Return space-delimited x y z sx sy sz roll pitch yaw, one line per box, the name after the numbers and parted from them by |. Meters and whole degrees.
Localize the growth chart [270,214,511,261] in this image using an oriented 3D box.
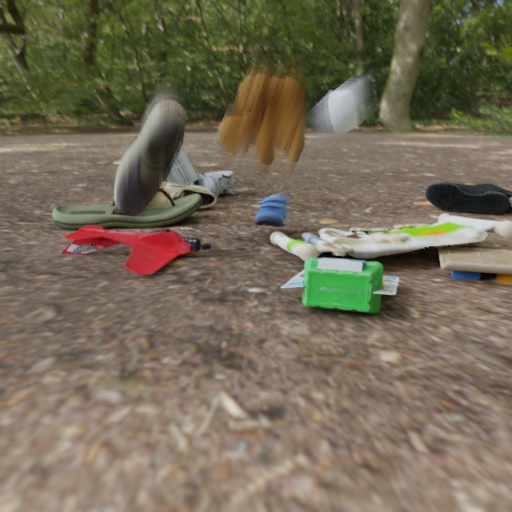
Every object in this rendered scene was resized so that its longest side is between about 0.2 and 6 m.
2.247 -0.357 9.794 4.053 0.359 2.933 -6 8 -14 | growth chart

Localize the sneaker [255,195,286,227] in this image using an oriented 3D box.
0.299 -0.870 10.782 0.553 0.615 1.495 6 6 4 | sneaker

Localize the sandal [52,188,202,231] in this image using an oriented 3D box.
-2.698 -1.123 11.991 3.192 0.911 1.267 -5 16 -18 | sandal

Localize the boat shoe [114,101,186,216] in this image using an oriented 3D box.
-1.743 -1.521 9.140 0.738 2.052 0.665 26 17 -22 | boat shoe

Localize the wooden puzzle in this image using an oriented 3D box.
3.501 0.147 8.555 1.357 0.339 1.465 5 12 14 | wooden puzzle

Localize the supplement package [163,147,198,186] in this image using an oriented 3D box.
-2.495 -2.224 14.691 1.497 1.101 1.431 -29 20 -5 | supplement package

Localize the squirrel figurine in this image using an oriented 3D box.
0.068 -2.004 8.173 1.219 1.306 0.925 4 28 9 | squirrel figurine

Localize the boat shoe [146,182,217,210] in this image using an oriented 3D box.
-1.933 -1.372 13.345 2.026 0.731 0.658 -2 13 -27 | boat shoe

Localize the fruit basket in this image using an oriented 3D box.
1.152 0.288 7.323 1.381 0.699 1.491 5 13 16 | fruit basket

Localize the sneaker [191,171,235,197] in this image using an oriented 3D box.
-1.091 -1.963 15.324 1.155 0.755 2.010 -7 13 -15 | sneaker

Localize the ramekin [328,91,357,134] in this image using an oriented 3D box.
1.716 -2.834 10.984 0.398 0.816 0.816 -6 12 22 | ramekin

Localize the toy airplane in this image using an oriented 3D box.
-2.067 -0.236 9.587 2.643 0.486 2.643 0 14 0 | toy airplane

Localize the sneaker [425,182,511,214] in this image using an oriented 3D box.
5.343 -1.409 13.593 2.293 0.689 1.196 12 19 22 | sneaker
